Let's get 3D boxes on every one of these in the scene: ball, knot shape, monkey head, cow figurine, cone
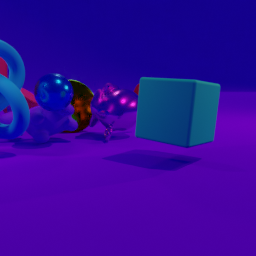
[{"bbox_3d":[-1.477,-0.703,5.579,0.762,0.762,0.762,0,8,0],"label":"ball"},{"bbox_3d":[-2.380,-0.715,4.752,1.713,1.603,0.791,22,-3,-15],"label":"knot shape"},{"bbox_3d":[-0.341,-0.339,6.945,1.184,1.414,1.965,37,44,7],"label":"monkey head"},{"bbox_3d":[-2.043,-0.186,6.325,1.543,0.847,1.518,-22,25,-28],"label":"cow figurine"},{"bbox_3d":[-1.770,-0.569,8.056,1.411,1.411,1.417,-3,1,-22],"label":"cone"}]

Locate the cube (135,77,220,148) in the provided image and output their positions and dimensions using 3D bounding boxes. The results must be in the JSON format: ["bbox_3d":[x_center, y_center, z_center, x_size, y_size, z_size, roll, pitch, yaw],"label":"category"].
[{"bbox_3d":[0.808,-0.279,4.541,0.966,0.966,0.966,11,10,37],"label":"cube"}]

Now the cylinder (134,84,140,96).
[{"bbox_3d":[0.993,-1.199,11.901,1.265,1.265,1.265,2,7,-23],"label":"cylinder"}]

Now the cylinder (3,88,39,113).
[{"bbox_3d":[-3.420,-0.728,9.002,0.853,0.853,0.853,37,8,-6],"label":"cylinder"}]

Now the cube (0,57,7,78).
[{"bbox_3d":[-3.341,-1.159,6.089,1.162,1.162,1.162,-3,14,-33],"label":"cube"}]
